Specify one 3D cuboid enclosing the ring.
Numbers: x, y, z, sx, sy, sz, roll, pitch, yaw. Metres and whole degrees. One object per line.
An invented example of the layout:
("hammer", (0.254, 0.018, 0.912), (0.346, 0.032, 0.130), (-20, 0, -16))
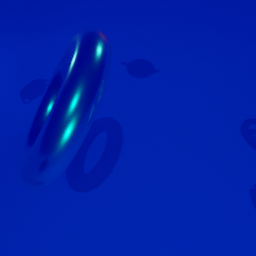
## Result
("ring", (-0.801, -0.249, 3.389), (0.403, 2.014, 2.014), (24, 45, -22))
